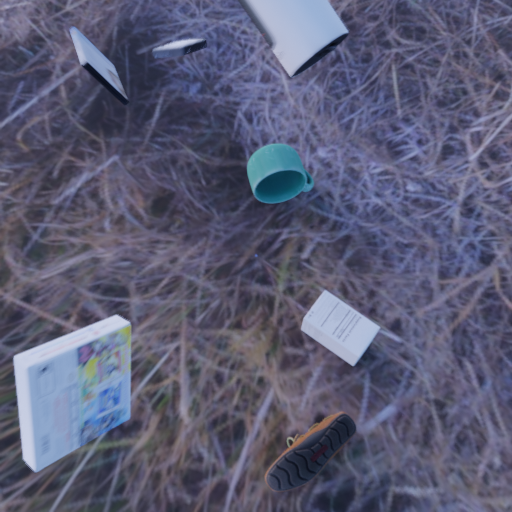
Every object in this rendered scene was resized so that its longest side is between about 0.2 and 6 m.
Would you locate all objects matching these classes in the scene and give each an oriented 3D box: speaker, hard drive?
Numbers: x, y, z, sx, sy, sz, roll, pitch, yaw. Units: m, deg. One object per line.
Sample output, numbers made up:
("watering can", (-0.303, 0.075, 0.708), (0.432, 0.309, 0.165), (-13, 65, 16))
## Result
("speaker", (0.245, -4.668, 9.557), (1.256, 1.256, 3.093), (-38, 96, -15))
("hard drive", (-1.431, -3.922, 10.573), (0.667, 0.181, 0.955), (4, 30, 25))

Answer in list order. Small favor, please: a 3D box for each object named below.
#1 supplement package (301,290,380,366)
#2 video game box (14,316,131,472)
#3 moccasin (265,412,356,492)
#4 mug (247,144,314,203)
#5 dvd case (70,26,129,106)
("supplement package", (1.555, 1.356, 10.459), (1.215, 0.737, 0.727), (35, 71, 14))
("video game box", (-2.420, 1.824, 7.603), (0.398, 1.698, 1.547), (25, 30, 36))
("moccasin", (0.901, 3.356, 9.678), (1.823, 0.704, 0.667), (-40, 86, -20))
("mug", (0.442, -1.726, 11.697), (1.144, 1.392, 0.861), (-24, 62, 15))
("dvd case", (-2.968, -3.599, 10.589), (0.137, 1.115, 1.563), (-38, 48, 11))
